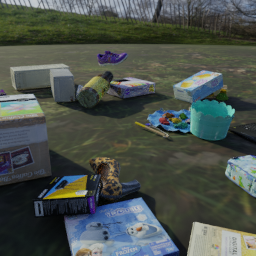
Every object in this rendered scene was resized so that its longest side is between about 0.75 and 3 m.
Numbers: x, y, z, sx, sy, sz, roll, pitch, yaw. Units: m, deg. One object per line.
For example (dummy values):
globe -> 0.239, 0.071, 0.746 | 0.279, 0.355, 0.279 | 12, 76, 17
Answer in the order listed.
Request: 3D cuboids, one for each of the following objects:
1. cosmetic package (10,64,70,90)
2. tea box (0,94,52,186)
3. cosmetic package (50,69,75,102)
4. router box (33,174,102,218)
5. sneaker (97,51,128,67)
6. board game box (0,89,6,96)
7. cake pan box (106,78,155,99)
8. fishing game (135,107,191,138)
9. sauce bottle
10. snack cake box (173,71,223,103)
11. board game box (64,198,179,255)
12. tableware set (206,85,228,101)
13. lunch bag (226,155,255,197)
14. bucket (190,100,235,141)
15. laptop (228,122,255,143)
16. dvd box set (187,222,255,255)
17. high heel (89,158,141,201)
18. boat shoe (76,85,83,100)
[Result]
cosmetic package -> -4.728, -2.809, 15.198 | 2.877, 1.051, 1.489 | -10, 23, -26
tea box -> -3.095, 0.222, 6.442 | 2.219, 1.483, 2.183 | -9, 23, -23
cosmetic package -> -3.035, -2.004, 12.881 | 0.998, 1.182, 2.213 | -4, 19, -15
router box -> -1.017, 1.177, 5.055 | 0.986, 0.337, 1.322 | -3, 6, -1
sneaker -> -0.689, -2.934, 11.608 | 1.453, 0.606, 0.586 | -1, 37, 28
board game box -> -6.575, -1.449, 12.720 | 1.835, 0.296, 1.101 | -12, 20, -29
cake pan box -> -0.055, -2.017, 13.810 | 1.983, 0.563, 2.153 | -12, 23, -34
fishing game -> 1.698, -0.368, 9.590 | 2.867, 0.446, 2.053 | -14, 27, -33
sauce bottle -> -1.289, -1.819, 12.261 | 0.890, 0.890, 2.752 | 6, 32, 15
snack cake box -> 3.161, -1.870, 12.562 | 1.988, 0.668, 1.143 | -29, 31, -26
board game box -> -0.173, 1.668, 4.269 | 1.396, 0.303, 1.389 | -7, 20, -19
tableware set -> 3.520, -1.687, 13.240 | 2.341, 0.359, 1.577 | 8, 31, 15
lunch bag -> 2.722, 0.988, 5.905 | 0.910, 0.467, 1.133 | -5, 22, -21
bucket -> 2.492, -0.252, 8.476 | 1.293, 0.842, 1.293 | 2, 28, -1
laptop -> 4.409, -0.276, 8.433 | 2.028, 1.047, 1.797 | -9, 22, -22
dvd box set -> 1.905, 2.027, 3.235 | 2.514, 0.370, 1.839 | 6, 21, 17
high heel -> -0.551, 0.963, 5.657 | 1.423, 0.508, 1.014 | 25, 16, 34
boat shoe -> -2.093, -1.621, 12.841 | 0.459, 0.502, 1.396 | 4, 20, -6
